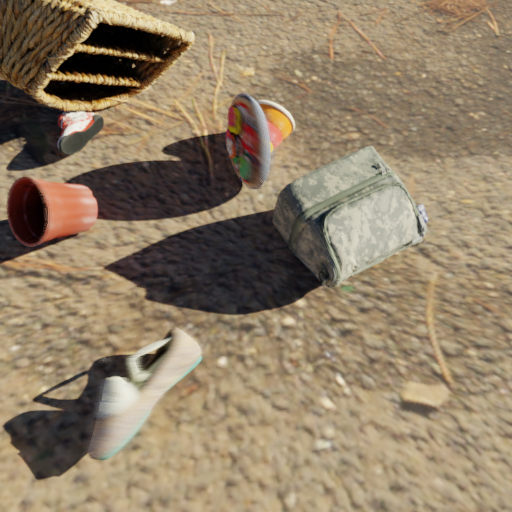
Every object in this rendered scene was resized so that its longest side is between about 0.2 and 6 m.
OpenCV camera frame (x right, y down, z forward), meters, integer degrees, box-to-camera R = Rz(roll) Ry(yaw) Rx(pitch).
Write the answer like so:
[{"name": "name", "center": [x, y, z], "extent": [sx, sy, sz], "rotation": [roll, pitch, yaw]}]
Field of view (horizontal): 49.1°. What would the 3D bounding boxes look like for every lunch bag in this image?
[{"name": "lunch bag", "center": [1.887, -0.692, 11.162], "extent": [2.507, 1.747, 2.103], "rotation": [-25, 71, -19]}]

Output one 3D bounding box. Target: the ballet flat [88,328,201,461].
[{"name": "ballet flat", "center": [-1.967, 2.137, 9.230], "extent": [0.861, 0.851, 2.530], "rotation": [-7, 31, 46]}]

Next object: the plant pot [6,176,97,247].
[{"name": "plant pot", "center": [-4.070, -0.927, 11.382], "extent": [1.362, 1.362, 1.325], "rotation": [35, 24, 25]}]

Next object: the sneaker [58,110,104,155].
[{"name": "sneaker", "center": [-4.556, -3.045, 13.708], "extent": [0.900, 0.561, 1.680], "rotation": [17, 43, 14]}]

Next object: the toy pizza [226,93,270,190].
[{"name": "toy pizza", "center": [-0.280, -2.483, 12.293], "extent": [0.331, 2.090, 2.090], "rotation": [-13, 51, -23]}]

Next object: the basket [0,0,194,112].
[{"name": "basket", "center": [-3.813, -4.611, 13.233], "extent": [2.851, 2.731, 3.827], "rotation": [28, 22, 17]}]

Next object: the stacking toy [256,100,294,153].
[{"name": "stacking toy", "center": [0.079, -2.762, 13.385], "extent": [1.203, 1.203, 1.647], "rotation": [23, 71, 17]}]
